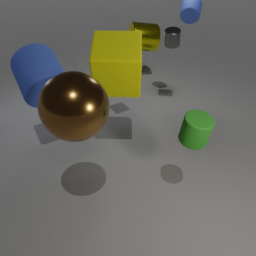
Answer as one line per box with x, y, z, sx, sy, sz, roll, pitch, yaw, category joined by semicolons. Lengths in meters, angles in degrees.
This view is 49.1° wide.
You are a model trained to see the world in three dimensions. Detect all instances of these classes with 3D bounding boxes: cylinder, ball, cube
1.606;0.040;6.627;0.700;0.700;0.700;5;43;-4;cylinder
0.807;-4.765;14.657;1.400;1.400;1.400;-1;31;-16;cylinder
-1.064;-0.421;5.559;1.400;1.400;1.400;0;32;0;ball
-0.312;-1.880;8.287;1.400;1.400;1.400;1;52;1;cube
1.945;-3.961;12.272;0.700;0.700;0.700;-3;46;3;cylinder
2.267;-4.251;10.079;0.700;0.700;0.700;8;62;13;cylinder
-2.642;-1.560;8.462;1.400;1.400;1.400;-18;62;-26;cylinder
